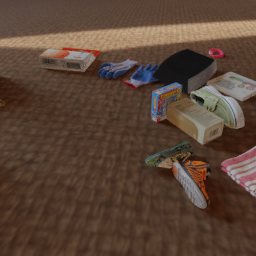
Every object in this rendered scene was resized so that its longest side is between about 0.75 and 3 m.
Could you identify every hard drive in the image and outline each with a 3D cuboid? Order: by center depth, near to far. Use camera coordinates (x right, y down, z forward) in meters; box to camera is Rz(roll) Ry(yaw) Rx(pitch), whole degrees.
[{"bbox_3d":[2.438,-2.456,11.534,1.879,0.589,2.785,30,44,23],"label":"hard drive"}]

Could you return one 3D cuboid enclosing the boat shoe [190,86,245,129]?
[{"bbox_3d":[2.799,-0.632,9.010,0.791,0.918,2.551,-16,27,-4],"label":"boat shoe"}]

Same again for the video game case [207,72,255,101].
[{"bbox_3d":[4.211,-1.659,10.894,1.524,0.198,1.674,-24,42,-29],"label":"video game case"}]

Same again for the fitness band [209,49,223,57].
[{"bbox_3d":[4.359,-3.709,13.825,0.618,0.161,0.861,0,36,0],"label":"fitness band"}]

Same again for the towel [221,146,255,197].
[{"bbox_3d":[3.566,1.238,6.707,1.592,0.325,2.176,-20,40,-25],"label":"towel"}]

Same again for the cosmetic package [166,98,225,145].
[{"bbox_3d":[2.014,-0.256,8.579,0.859,0.580,1.632,-21,40,-25],"label":"cosmetic package"}]

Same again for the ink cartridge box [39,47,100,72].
[{"bbox_3d":[-2.598,-3.488,13.118,2.090,0.646,2.577,7,39,10],"label":"ink cartridge box"}]

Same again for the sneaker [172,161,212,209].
[{"bbox_3d":[1.689,1.200,6.559,0.808,0.560,1.443,-12,37,-14],"label":"sneaker"}]

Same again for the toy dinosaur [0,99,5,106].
[{"bbox_3d":[-5.335,-1.214,9.903,2.133,0.644,1.133,5,37,8],"label":"toy dinosaur"}]

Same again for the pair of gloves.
[{"bbox_3d":[0.085,-2.423,11.894,2.692,0.307,2.164,26,43,30],"label":"pair of gloves"}]

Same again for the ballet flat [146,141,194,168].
[{"bbox_3d":[1.141,0.770,7.280,1.421,0.528,0.528,-22,41,-22],"label":"ballet flat"}]

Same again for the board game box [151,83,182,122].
[{"bbox_3d":[1.236,-0.824,9.004,1.043,1.021,0.291,-24,42,-29],"label":"board game box"}]
